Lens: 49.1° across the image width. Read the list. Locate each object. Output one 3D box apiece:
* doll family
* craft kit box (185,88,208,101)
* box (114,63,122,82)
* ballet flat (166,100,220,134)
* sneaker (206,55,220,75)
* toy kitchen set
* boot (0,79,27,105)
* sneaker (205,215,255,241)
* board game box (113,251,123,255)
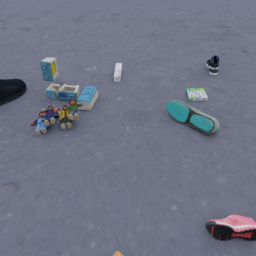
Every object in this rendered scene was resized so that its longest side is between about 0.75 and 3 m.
[{"bbox_3d":[-2.463,-0.421,9.634,1.892,0.742,1.093,-9,44,-8],"label":"doll family"},{"bbox_3d":[2.752,-1.353,11.290,0.742,0.182,0.751,1,38,-3],"label":"craft kit box"},{"bbox_3d":[-0.455,-2.537,12.734,0.269,0.288,1.391,2,38,2],"label":"box"},{"bbox_3d":[2.243,-0.380,9.765,2.040,0.688,0.650,33,21,34],"label":"ballet flat"},{"bbox_3d":[4.002,-3.089,13.044,0.503,0.770,1.376,2,38,2],"label":"sneaker"},{"bbox_3d":[-2.259,-1.702,10.569,1.972,1.580,1.162,6,37,8],"label":"toy kitchen set"},{"bbox_3d":[-4.995,-1.918,10.512,0.910,2.003,2.383,22,42,26],"label":"boot"},{"bbox_3d":[2.375,2.254,6.454,1.255,0.463,0.545,6,26,-1],"label":"sneaker"},{"bbox_3d":[-0.590,3.576,4.774,1.419,0.268,2.756,29,46,30],"label":"board game box"}]
